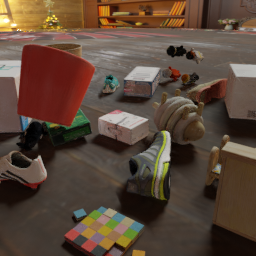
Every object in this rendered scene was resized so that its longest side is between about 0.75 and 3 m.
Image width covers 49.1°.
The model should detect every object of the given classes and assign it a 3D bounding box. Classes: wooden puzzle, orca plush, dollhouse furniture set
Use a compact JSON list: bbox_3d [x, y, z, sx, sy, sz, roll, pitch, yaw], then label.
[{"bbox_3d":[-0.438,2.085,5.549,1.927,0.135,1.143,16,29,31],"label":"wooden puzzle"},{"bbox_3d":[-3.264,0.084,9.348,0.895,0.605,1.701,4,25,9],"label":"orca plush"},{"bbox_3d":[2.945,0.895,6.213,2.294,1.739,2.618,16,29,32],"label":"dollhouse furniture set"}]

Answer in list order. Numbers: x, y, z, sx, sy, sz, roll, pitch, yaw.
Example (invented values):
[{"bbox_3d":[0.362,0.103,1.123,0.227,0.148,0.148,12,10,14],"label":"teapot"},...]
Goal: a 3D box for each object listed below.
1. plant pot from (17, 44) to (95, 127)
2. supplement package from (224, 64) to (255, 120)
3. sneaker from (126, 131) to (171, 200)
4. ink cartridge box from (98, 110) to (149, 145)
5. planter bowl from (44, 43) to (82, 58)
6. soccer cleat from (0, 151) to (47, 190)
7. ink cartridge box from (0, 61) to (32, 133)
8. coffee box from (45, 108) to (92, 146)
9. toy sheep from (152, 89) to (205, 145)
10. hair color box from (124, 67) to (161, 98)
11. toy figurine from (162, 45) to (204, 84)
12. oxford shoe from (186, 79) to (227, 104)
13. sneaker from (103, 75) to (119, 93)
[{"bbox_3d":[-2.308,-1.165,8.514,2.264,2.004,2.264,14,-2,1],"label":"plant pot"},{"bbox_3d":[5.064,-1.537,11.536,1.729,1.717,2.279,5,25,11],"label":"supplement package"},{"bbox_3d":[0.594,0.827,7.371,1.079,0.985,2.667,1,23,10],"label":"sneaker"},{"bbox_3d":[-0.146,-0.058,9.660,1.455,0.602,1.066,18,30,34],"label":"ink cartridge box"},{"bbox_3d":[-4.001,-4.001,16.852,2.604,1.753,2.604,-2,26,1],"label":"planter bowl"},{"bbox_3d":[-3.066,0.969,7.064,2.121,0.903,0.728,6,25,12],"label":"soccer cleat"},{"bbox_3d":[-4.696,-1.297,10.650,2.015,2.024,2.759,-1,24,-2],"label":"ink cartridge box"},{"bbox_3d":[-2.228,-0.218,9.961,1.380,0.493,2.244,-19,30,-18],"label":"coffee box"},{"bbox_3d":[1.595,-0.334,9.133,1.608,1.608,2.333,-13,37,-26],"label":"toy sheep"},{"bbox_3d":[0.797,-2.443,14.539,1.425,0.863,2.851,6,25,13],"label":"hair color box"},{"bbox_3d":[3.008,-3.506,15.538,1.397,2.007,1.976,-6,27,-43],"label":"toy figurine"},{"bbox_3d":[3.873,-1.874,13.275,2.615,0.926,0.965,-18,28,-35],"label":"oxford shoe"},{"bbox_3d":[-0.865,-2.402,14.576,0.755,0.776,1.948,2,24,3],"label":"sneaker"}]
